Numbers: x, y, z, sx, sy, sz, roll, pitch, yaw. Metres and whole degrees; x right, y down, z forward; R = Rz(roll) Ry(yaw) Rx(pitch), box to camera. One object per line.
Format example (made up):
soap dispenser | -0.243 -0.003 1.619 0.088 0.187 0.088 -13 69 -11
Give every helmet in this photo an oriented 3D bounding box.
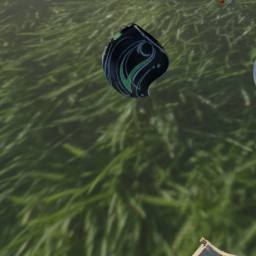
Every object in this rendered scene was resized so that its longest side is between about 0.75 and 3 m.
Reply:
helmet | 0.090 -1.008 4.478 1.049 1.000 1.049 36 22 -17

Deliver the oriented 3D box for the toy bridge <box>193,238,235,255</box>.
toy bridge | 1.117 1.381 2.290 1.295 0.176 0.435 41 92 14

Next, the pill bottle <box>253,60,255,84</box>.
pill bottle | 3.859 -1.265 5.689 2.282 1.305 1.305 -10 52 -11

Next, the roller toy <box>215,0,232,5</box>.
roller toy | 2.354 -3.719 7.159 1.130 0.790 1.031 18 25 -44
